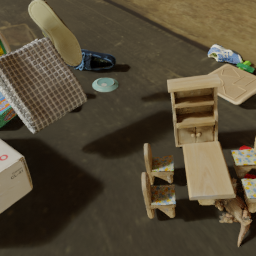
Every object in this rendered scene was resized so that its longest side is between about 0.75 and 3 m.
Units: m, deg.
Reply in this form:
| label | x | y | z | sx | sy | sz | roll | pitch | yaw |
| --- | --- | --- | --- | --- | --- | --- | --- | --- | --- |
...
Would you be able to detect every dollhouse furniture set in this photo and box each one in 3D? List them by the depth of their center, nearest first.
| label | x | y | z | sx | sy | sz | roll | pitch | yaw |
| --- | --- | --- | --- | --- | --- | --- | --- | --- | --- |
| dollhouse furniture set | 1.727 | 0.293 | 6.593 | 2.736 | 1.938 | 2.979 | -6 | 35 | 9 |

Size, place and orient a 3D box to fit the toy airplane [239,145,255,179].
| label | x | y | z | sx | sy | sz | roll | pitch | yaw |
| --- | --- | --- | --- | --- | --- | --- | --- | --- | --- |
| toy airplane | 3.757 | 1.103 | 7.133 | 2.320 | 0.427 | 2.320 | -1 | 39 | 1 |

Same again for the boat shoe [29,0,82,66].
| label | x | y | z | sx | sy | sz | roll | pitch | yaw |
| --- | --- | --- | --- | --- | --- | --- | --- | --- | --- |
| boat shoe | -2.100 | -2.831 | 8.352 | 0.770 | 2.156 | 0.644 | -32 | 36 | 4 |

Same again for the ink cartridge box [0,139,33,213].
| label | x | y | z | sx | sy | sz | roll | pitch | yaw |
| --- | --- | --- | --- | --- | --- | --- | --- | --- | --- |
| ink cartridge box | -4.083 | 0.988 | 6.628 | 2.914 | 1.247 | 2.150 | 30 | 49 | 27 |

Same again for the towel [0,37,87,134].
| label | x | y | z | sx | sy | sz | roll | pitch | yaw |
| --- | --- | --- | --- | --- | --- | --- | --- | --- | --- |
| towel | -2.301 | -1.155 | 7.266 | 1.748 | 2.111 | 0.903 | -38 | 13 | -24 |

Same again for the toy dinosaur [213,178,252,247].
| label | x | y | z | sx | sy | sz | roll | pitch | yaw |
| --- | --- | --- | --- | --- | --- | --- | --- | --- | --- |
| toy dinosaur | 2.424 | 1.752 | 6.293 | 0.680 | 1.074 | 1.585 | -30 | 62 | 23 |

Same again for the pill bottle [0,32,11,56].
| label | x | y | z | sx | sy | sz | roll | pitch | yaw |
| --- | --- | --- | --- | --- | --- | --- | --- | --- | --- |
| pill bottle | -6.024 | -2.667 | 10.640 | 1.542 | 1.542 | 2.734 | 31 | 49 | 31 |

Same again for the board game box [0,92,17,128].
| label | x | y | z | sx | sy | sz | roll | pitch | yaw |
| --- | --- | --- | --- | --- | --- | --- | --- | --- | --- |
| board game box | -4.577 | -0.787 | 9.292 | 1.983 | 0.446 | 1.508 | 19 | 44 | 20 |

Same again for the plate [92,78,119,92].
| label | x | y | z | sx | sy | sz | roll | pitch | yaw |
| --- | --- | --- | --- | --- | --- | --- | --- | --- | --- |
| plate | -0.851 | -1.681 | 10.579 | 0.993 | 0.127 | 0.993 | 1 | 41 | -1 |

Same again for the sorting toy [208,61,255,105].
| label | x | y | z | sx | sy | sz | roll | pitch | yaw |
| --- | --- | --- | --- | --- | --- | --- | --- | --- | --- |
| sorting toy | 4.141 | -1.798 | 10.495 | 2.766 | 0.407 | 2.045 | -30 | 44 | -26 |

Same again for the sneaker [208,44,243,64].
| label | x | y | z | sx | sy | sz | roll | pitch | yaw |
| --- | --- | --- | --- | --- | --- | --- | --- | --- | --- |
| sneaker | 4.117 | -3.005 | 11.883 | 1.544 | 0.584 | 0.595 | 33 | 72 | 33 |

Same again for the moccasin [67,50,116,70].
| label | x | y | z | sx | sy | sz | roll | pitch | yaw |
| --- | --- | --- | --- | --- | --- | --- | --- | --- | --- |
| moccasin | -1.525 | -2.742 | 11.233 | 2.078 | 0.836 | 0.709 | -3 | 31 | -2 |
